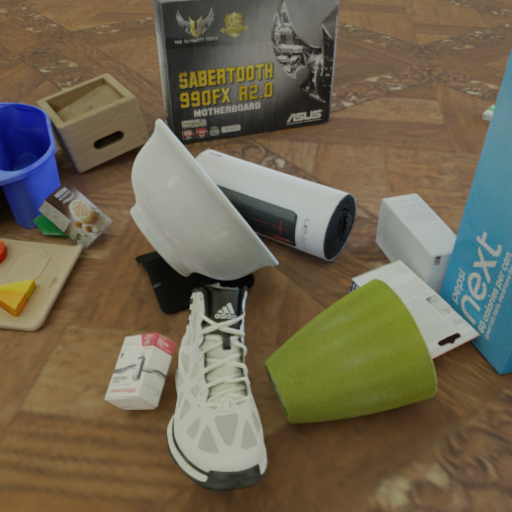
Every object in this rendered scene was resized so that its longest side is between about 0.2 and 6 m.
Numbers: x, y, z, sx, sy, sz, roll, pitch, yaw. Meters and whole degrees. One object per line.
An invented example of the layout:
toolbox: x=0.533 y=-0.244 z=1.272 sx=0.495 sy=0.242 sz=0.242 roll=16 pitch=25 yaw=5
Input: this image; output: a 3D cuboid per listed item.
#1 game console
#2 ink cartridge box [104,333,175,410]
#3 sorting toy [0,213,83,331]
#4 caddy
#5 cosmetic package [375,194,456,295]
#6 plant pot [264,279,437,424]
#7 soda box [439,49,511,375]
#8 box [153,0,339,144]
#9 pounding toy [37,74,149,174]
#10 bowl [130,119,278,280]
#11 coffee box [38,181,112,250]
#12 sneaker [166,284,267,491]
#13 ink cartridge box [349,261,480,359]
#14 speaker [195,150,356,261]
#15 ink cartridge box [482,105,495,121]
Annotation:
game console: x=-1.015 y=0.240 z=9.090 sx=1.554 sy=0.904 sz=1.366 roll=-18 pitch=71 yaw=-20
ink cartridge box: x=-1.424 y=1.422 z=6.889 sx=0.624 sy=0.363 sz=0.856 roll=-13 pitch=52 yaw=35
sorting toy: x=-3.991 y=0.022 z=9.142 sx=2.134 sy=0.425 sz=2.887 roll=3 pitch=38 yaw=4
caddy: x=-4.947 y=-1.820 z=10.412 sx=2.384 sy=1.770 sz=3.372 roll=-13 pitch=40 yaw=-17
cosmetic package: x=2.601 y=-0.166 z=8.978 sx=0.679 sy=0.945 sz=1.674 roll=-11 pitch=41 yaw=-13
plant pot: x=1.011 y=1.319 z=6.804 sx=1.682 sy=1.574 sz=1.574 roll=-22 pitch=42 yaw=-6
soda box: x=3.679 y=-0.759 z=6.739 sx=1.474 sy=4.593 sz=1.558 roll=-11 pitch=39 yaw=-14
box: x=-0.177 y=-4.319 z=12.521 sx=3.917 sy=3.102 sz=0.947 roll=-11 pitch=40 yaw=-15
pounding toy: x=-3.170 y=-2.750 z=12.102 sx=2.148 sy=1.527 sz=1.978 roll=-29 pitch=45 yaw=-17
bowl: x=-0.922 y=-0.538 z=7.828 sx=1.156 sy=2.573 sz=2.573 roll=-39 pitch=44 yaw=2
coffee box: x=-3.100 y=-0.690 z=9.621 sx=1.034 sy=0.412 sz=0.591 roll=42 pitch=41 yaw=-11
sneaker: x=-0.488 y=1.190 z=6.173 sx=1.008 sy=1.537 sz=2.671 roll=0 pitch=19 yaw=-13
ink cartridge box: x=2.225 y=0.841 z=8.080 sx=0.937 sy=0.433 sz=1.720 roll=-19 pitch=46 yaw=-22
speaker: x=0.218 y=-0.921 z=9.707 sx=2.901 sy=1.178 sz=1.178 roll=22 pitch=43 yaw=26
ink cartridge box: x=6.046 y=-3.433 z=13.756 sx=0.775 sy=0.194 sz=0.623 roll=25 pitch=45 yaw=30
